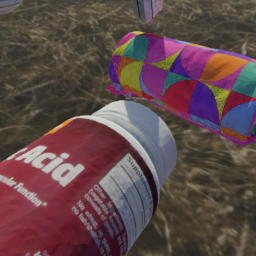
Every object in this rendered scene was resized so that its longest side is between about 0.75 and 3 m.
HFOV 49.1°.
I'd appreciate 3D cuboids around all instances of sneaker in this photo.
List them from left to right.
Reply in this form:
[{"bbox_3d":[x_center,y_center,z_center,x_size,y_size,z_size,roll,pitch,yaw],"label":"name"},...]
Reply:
[{"bbox_3d":[0.302,-2.314,4.398,0.513,1.448,0.529,-44,74,-10],"label":"sneaker"}]

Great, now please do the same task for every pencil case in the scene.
[{"bbox_3d":[0.976,-0.717,4.605,2.946,1.302,1.302,26,58,39],"label":"pencil case"}]

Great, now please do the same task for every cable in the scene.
[{"bbox_3d":[-3.379,-2.725,4.961,2.793,0.967,2.794,-11,37,-31],"label":"cable"}]

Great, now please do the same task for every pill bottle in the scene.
[{"bbox_3d":[-0.625,0.824,2.997,1.566,1.566,2.742,29,41,18],"label":"pill bottle"}]
